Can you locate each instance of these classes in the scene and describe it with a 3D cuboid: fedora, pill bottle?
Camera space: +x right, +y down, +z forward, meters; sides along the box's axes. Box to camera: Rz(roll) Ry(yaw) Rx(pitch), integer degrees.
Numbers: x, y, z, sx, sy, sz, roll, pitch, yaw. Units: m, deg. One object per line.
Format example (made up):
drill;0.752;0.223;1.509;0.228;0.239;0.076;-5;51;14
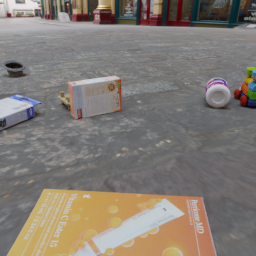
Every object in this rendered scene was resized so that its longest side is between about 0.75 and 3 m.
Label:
fedora;-6.965;-3.577;17.173;1.437;0.649;1.271;27;37;24
pill bottle;4.036;-1.663;12.669;1.017;1.017;1.809;6;25;12

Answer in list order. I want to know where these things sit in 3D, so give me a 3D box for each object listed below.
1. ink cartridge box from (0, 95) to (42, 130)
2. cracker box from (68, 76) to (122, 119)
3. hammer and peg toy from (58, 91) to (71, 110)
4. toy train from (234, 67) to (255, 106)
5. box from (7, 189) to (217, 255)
ink cartridge box;-4.915;-0.526;10.773;1.695;0.596;2.841;16;33;30
cracker box;-1.299;-1.262;11.361;2.082;1.395;0.601;-13;28;-25
hammer and peg toy;-2.116;-1.347;12.503;1.732;0.611;1.274;-15;27;-29
toy train;5.608;-2.110;12.974;1.148;1.569;2.711;2;25;3
box;-0.181;2.053;4.321;2.780;1.355;1.729;2;25;4
